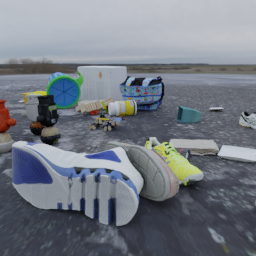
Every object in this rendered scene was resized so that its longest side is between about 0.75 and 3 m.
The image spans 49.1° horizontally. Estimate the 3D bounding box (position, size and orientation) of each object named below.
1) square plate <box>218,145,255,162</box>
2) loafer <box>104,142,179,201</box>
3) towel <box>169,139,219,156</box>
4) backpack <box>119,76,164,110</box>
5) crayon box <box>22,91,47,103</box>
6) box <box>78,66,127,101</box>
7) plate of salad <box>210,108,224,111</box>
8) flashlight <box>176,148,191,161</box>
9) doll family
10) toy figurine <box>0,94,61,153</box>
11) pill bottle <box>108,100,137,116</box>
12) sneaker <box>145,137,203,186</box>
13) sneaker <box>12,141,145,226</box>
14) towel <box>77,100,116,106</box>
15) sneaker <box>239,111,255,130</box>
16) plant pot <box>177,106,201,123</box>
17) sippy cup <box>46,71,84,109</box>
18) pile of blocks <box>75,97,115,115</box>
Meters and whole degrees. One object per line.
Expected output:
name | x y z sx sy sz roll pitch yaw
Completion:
square plate | 3.213 0.759 8.170 1.018 0.146 1.028 8 16 25
loafer | 0.359 0.824 6.447 0.865 0.989 2.751 0 10 -30
towel | 2.010 0.581 8.681 1.473 0.254 0.976 2 13 9
backpack | 0.708 -1.861 15.081 2.392 1.763 2.621 3 14 11
crayon box | -5.239 -1.837 17.267 2.505 0.636 1.590 11 18 33
box | -1.644 -2.800 17.838 2.900 2.208 1.542 11 18 37
plate of salad | 4.708 -0.987 14.903 0.761 0.183 0.761 -2 4 0
flashlight | 1.249 0.677 8.058 1.096 0.371 0.372 13 20 38
doll family | -0.810 -0.240 11.317 1.534 0.602 0.887 9 12 14
toy figurine | -3.586 -0.213 9.329 2.362 1.643 2.325 -11 13 -33
pill bottle | -0.274 -0.966 13.723 1.286 0.735 0.735 -4 15 -16
sneaker | 0.967 0.789 6.799 0.760 0.770 2.015 -8 17 -34
sneaker | -0.866 0.969 5.769 2.807 1.134 1.621 13 14 20
towel | -1.650 -1.264 15.599 2.317 0.399 1.535 -4 16 -16
sneaker | 5.182 -0.293 11.256 0.566 0.656 1.497 -9 19 -38
plant pot | 2.731 -0.569 12.443 0.902 0.637 0.638 5 14 -7
sippy cup | -3.749 -2.264 15.713 2.420 1.900 1.774 -4 29 -24
pile of blocks | -1.537 -0.905 14.042 2.094 0.860 0.651 -15 61 -18
